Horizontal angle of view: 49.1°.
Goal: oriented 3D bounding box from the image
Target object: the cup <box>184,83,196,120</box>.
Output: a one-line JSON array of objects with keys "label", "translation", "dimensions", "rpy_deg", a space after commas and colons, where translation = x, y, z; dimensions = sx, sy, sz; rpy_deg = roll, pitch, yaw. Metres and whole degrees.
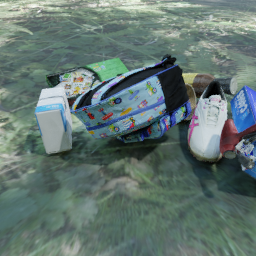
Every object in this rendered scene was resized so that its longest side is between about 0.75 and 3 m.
[{"label": "cup", "translation": [1.386, -0.725, 7.983], "dimensions": [0.729, 1.019, 1.019], "rpy_deg": [0, 26, 41]}]

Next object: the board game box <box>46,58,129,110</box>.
[{"label": "board game box", "translation": [-1.060, -1.422, 8.852], "dimensions": [2.660, 0.312, 1.394], "rpy_deg": [-21, 63, -29]}]

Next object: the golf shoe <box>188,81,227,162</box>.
[{"label": "golf shoe", "translation": [1.960, -0.222, 6.864], "dimensions": [0.890, 1.129, 2.451], "rpy_deg": [5, 39, 13]}]

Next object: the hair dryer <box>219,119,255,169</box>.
[{"label": "hair dryer", "translation": [2.281, 0.176, 5.414], "dimensions": [1.124, 0.401, 1.476], "rpy_deg": [-45, 24, 1]}]

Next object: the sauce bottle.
[{"label": "sauce bottle", "translation": [2.051, -1.259, 8.409], "dimensions": [2.345, 0.759, 0.759], "rpy_deg": [12, 31, 44]}]

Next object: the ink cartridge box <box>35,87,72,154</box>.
[{"label": "ink cartridge box", "translation": [-1.772, -0.243, 6.856], "dimensions": [0.632, 1.077, 1.471], "rpy_deg": [-10, 29, -4]}]

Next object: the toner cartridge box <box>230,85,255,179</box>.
[{"label": "toner cartridge box", "translation": [3.125, 0.176, 6.235], "dimensions": [1.373, 0.624, 2.891], "rpy_deg": [30, 34, -4]}]

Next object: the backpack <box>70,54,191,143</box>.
[{"label": "backpack", "translation": [0.020, -0.460, 6.371], "dimensions": [2.149, 1.584, 2.354], "rpy_deg": [-10, 17, 45]}]
